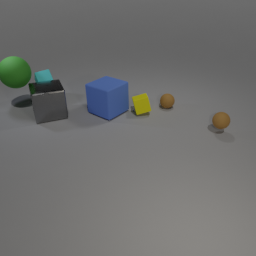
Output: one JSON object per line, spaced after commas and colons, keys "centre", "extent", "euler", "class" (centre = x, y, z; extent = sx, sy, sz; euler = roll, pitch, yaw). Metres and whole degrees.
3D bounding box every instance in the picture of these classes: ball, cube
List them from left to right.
{"centre": [-5.036, -2.468, 12.466], "extent": [1.400, 1.400, 1.400], "euler": [0, 31, 0], "class": "ball"}
{"centre": [-4.017, -2.281, 13.412], "extent": [0.700, 0.700, 0.700], "euler": [-20, 81, -22], "class": "cube"}
{"centre": [-3.581, -1.219, 12.587], "extent": [1.400, 1.400, 1.400], "euler": [-12, 33, -18], "class": "cube"}
{"centre": [-0.928, -1.407, 12.800], "extent": [1.400, 1.400, 1.400], "euler": [21, 37, 34], "class": "cube"}
{"centre": [0.616, -1.107, 12.848], "extent": [0.700, 0.700, 0.700], "euler": [-15, 22, 2], "class": "cube"}
{"centre": [1.879, -1.301, 13.395], "extent": [0.700, 0.700, 0.700], "euler": [0, 31, 0], "class": "ball"}
{"centre": [3.771, -0.303, 11.329], "extent": [0.700, 0.700, 0.700], "euler": [0, 31, 0], "class": "ball"}
